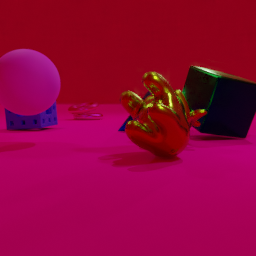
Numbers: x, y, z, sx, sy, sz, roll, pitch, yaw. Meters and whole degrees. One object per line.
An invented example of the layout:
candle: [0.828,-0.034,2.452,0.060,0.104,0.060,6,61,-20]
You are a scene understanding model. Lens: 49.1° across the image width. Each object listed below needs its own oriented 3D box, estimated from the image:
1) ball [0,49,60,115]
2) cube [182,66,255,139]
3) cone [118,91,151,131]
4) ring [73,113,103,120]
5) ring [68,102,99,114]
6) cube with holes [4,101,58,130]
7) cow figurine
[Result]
ball: [-1.691,-0.756,4.684,1.088,1.088,1.088,0,5,0]
cube: [1.714,-0.510,5.375,1.040,1.040,1.040,7,19,-20]
cone: [0.374,-0.233,6.546,1.372,1.366,1.366,-26,4,5]
ring: [-1.615,-0.470,11.405,1.208,0.242,1.208,0,5,0]
ring: [-1.815,-0.825,11.393,1.268,0.254,1.268,-9,16,3]
cube with holes: [-2.476,-0.485,7.212,0.932,0.932,0.932,-3,5,11]
cow figurine: [0.570,-0.084,3.862,1.452,0.810,1.476,38,27,-31]
